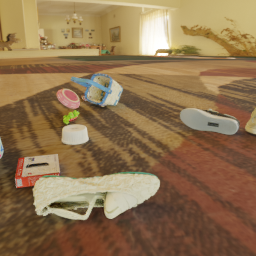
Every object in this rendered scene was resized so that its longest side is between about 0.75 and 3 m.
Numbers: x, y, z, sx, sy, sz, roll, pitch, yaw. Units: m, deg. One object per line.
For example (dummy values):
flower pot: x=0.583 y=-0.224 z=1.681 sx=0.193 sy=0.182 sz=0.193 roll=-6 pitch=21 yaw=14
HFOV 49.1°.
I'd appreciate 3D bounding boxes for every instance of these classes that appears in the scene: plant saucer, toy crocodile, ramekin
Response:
plant saucer: x=-2.562 y=-1.331 z=12.242 sx=1.109 sy=0.281 sz=1.109 roll=31 pitch=29 yaw=-19
toy crocodile: x=-2.397 y=-0.477 z=11.943 sx=0.398 sy=0.364 sz=1.179 roll=-28 pitch=5 yaw=18
ramekin: x=-1.846 y=0.204 z=9.731 sx=0.931 sy=0.454 sz=0.931 roll=0 pitch=19 yaw=0

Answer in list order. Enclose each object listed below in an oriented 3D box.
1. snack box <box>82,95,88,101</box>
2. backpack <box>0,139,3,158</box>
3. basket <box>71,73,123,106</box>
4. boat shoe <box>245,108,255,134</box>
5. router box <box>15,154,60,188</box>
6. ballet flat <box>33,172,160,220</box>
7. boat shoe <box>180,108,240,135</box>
snack box: x=-2.403 y=-1.720 z=15.974 sx=0.356 sy=0.120 sz=0.989 roll=-6 pitch=19 yaw=-16
backpack: x=-4.638 y=0.272 z=7.390 sx=2.320 sy=1.967 sz=2.613 roll=-22 pitch=35 yaw=-27
basket: x=-1.542 y=-2.009 z=14.138 sx=2.277 sy=1.584 sz=2.008 roll=26 pitch=-2 yaw=-40
boat shoe: x=5.163 y=-0.436 z=10.915 sx=0.885 sy=0.903 sz=2.537 roll=10 pitch=21 yaw=27
router box: x=-2.341 y=1.090 z=7.346 sx=1.052 sy=0.286 sz=1.172 roll=-5 pitch=19 yaw=-16
ballet flat: x=-0.652 y=1.464 z=5.735 sx=2.631 sy=0.944 sz=0.944 roll=-2 pitch=18 yaw=2
boat shoe: x=3.148 y=-0.360 z=10.801 sx=2.217 sy=0.819 sz=0.757 roll=10 pitch=25 yaw=26
